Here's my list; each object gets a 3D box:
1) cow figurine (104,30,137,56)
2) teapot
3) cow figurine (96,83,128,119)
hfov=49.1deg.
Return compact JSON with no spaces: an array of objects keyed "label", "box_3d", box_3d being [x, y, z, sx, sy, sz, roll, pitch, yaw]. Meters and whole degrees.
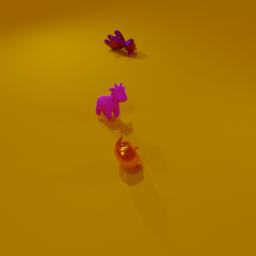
[{"label":"cow figurine","box_3d":[-0.292,-3.648,12.215,1.245,1.225,0.683,-3,52,55]},{"label":"teapot","box_3d":[0.001,0.645,7.373,0.608,1.241,0.772,-36,33,4]},{"label":"cow figurine","box_3d":[-0.541,-0.879,8.771,1.168,1.150,0.641,18,23,41]}]
